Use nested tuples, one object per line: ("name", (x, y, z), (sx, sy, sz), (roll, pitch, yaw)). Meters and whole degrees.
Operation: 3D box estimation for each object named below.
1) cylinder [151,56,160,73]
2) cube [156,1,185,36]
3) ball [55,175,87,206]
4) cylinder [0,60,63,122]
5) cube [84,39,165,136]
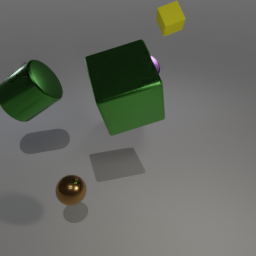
("cylinder", (0.426, -2.007, 11.152), (1.400, 1.400, 1.400), (6, 57, -9))
("cube", (1.390, -3.589, 9.227), (0.700, 0.700, 0.700), (-21, -9, -1))
("ball", (-1.300, 1.420, 6.408), (0.700, 0.700, 0.700), (0, 30, 0))
("cylinder", (-2.962, -1.112, 8.514), (1.400, 1.400, 1.400), (-30, 24, 19))
("cube", (-0.043, -0.898, 6.475), (1.400, 1.400, 1.400), (-17, 59, 0))
